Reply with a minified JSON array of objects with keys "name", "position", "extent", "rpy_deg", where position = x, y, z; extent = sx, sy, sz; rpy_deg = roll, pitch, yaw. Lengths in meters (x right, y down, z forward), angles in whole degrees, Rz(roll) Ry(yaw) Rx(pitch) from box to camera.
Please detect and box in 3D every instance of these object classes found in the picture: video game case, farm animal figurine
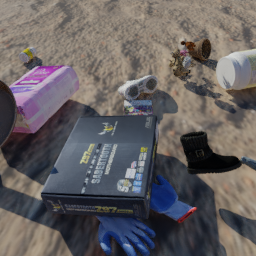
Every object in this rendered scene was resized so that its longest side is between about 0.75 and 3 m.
[{"name":"video game case","position":[0.334,-0.625,9.228],"extent":[0.940,0.168,0.852],"rpy_deg":[-1,39,0]},{"name":"farm animal figurine","position":[1.964,-2.588,10.804],"extent":[0.794,1.522,1.505],"rpy_deg":[8,64,-8]}]

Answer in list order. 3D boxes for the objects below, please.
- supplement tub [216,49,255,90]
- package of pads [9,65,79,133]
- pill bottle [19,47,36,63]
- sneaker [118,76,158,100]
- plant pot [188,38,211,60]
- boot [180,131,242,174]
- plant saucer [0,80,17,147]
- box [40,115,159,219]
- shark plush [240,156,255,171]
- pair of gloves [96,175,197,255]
[{"name":"supplement tub","position":[4.311,-2.116,10.100],"extent":[1.858,1.347,1.347],"rpy_deg":[-12,41,-13]},{"name":"package of pads","position":[-2.916,-0.971,8.781],"extent":[1.690,1.061,2.805],"rpy_deg":[5,37,23]},{"name":"pill bottle","position":[-4.311,-3.186,12.099],"extent":[0.441,0.441,0.784],"rpy_deg":[11,40,12]},{"name":"sneaker","position":[0.336,-1.525,9.979],"extent":[1.678,0.654,0.834],"rpy_deg":[-22,28,-35]},{"name":"plant pot","position":[3.052,-3.406,12.134],"extent":[0.785,0.900,0.900],"rpy_deg":[14,39,42]},{"name":"boot","position":[1.863,0.522,6.334],"extent":[1.273,0.952,0.479],"rpy_deg":[-8,9,13]},{"name":"plant saucer","position":[-3.694,-0.263,7.201],"extent":[2.119,0.340,2.119],"rpy_deg":[-3,78,16]},{"name":"box","position":[-0.490,0.767,6.868],"extent":[2.270,0.734,2.879],"rpy_deg":[-1,37,14]},{"name":"shark plush","position":[3.960,1.097,6.477],"extent":[2.499,1.041,1.135],"rpy_deg":[30,48,31]},{"name":"pair of gloves","position":[0.221,1.782,6.062],"extent":[2.267,0.258,1.822],"rpy_deg":[-27,36,-32]}]
